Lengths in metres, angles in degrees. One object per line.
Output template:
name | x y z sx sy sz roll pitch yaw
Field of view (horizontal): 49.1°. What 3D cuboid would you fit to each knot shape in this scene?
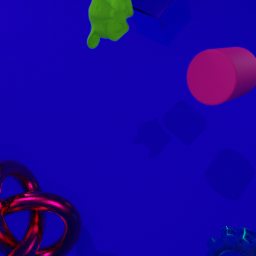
knot shape | -1.694 1.621 4.677 1.873 0.925 2.001 26 56 -20

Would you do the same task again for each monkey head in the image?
monkey head | -0.472 -2.205 5.341 0.866 1.034 1.437 30 109 37

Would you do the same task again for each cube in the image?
cube | 0.664 -2.407 5.815 0.865 0.865 0.865 36 83 29

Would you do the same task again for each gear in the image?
gear | 1.446 2.036 3.734 0.252 1.361 1.361 22 68 -17

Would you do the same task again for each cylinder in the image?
cylinder | 1.784 -0.991 5.265 0.983 0.983 0.983 -18 65 -41
